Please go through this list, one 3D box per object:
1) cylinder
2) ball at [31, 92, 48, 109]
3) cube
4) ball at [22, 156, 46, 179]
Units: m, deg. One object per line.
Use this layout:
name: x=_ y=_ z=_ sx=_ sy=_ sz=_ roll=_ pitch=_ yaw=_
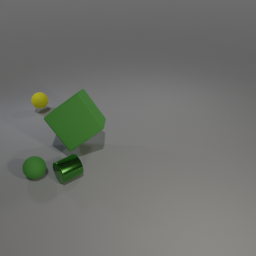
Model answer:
cylinder: x=-1.837 y=1.246 z=8.596 sx=0.700 sy=0.700 sz=0.700 roll=-23 pitch=38 yaw=-33
ball: x=-3.831 y=-1.196 z=12.180 sx=0.700 sy=0.700 sz=0.700 roll=0 pitch=31 yaw=0
cube: x=-1.736 y=-0.312 z=9.538 sx=1.400 sy=1.400 sz=1.400 roll=-35 pitch=13 yaw=6
ball: x=-2.872 y=1.215 z=8.601 sx=0.700 sy=0.700 sz=0.700 roll=0 pitch=31 yaw=0
